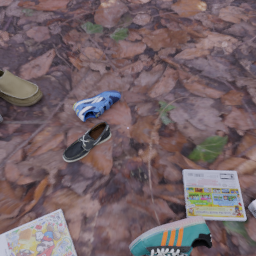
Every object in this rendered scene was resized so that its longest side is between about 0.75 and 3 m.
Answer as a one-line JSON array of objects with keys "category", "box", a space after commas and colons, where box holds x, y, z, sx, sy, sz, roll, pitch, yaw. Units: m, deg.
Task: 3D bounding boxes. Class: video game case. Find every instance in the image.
[{"category": "video game case", "box": [2.556, 1.998, 8.455, 1.690, 0.193, 1.538, 2, 55, 0]}, {"category": "video game case", "box": [-2.425, 3.321, 7.511, 1.865, 0.213, 1.697, -21, 58, -14]}]

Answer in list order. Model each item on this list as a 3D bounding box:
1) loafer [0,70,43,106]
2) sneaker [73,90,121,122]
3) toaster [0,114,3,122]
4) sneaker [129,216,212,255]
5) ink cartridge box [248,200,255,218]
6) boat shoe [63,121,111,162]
[{"category": "loafer", "box": [-4.478, -1.583, 10.519, 2.630, 0.887, 1.000, 16, 57, 11]}, {"category": "sneaker", "box": [-1.031, -0.776, 10.137, 1.797, 0.665, 0.739, -23, 61, -8]}, {"category": "toaster", "box": [-5.358, -0.810, 9.475, 1.189, 2.004, 1.812, -36, 55, -25]}, {"category": "sneaker", "box": [1.170, 3.045, 7.347, 2.228, 0.795, 0.890, -14, 52, -11]}, {"category": "ink cartridge box", "box": [4.755, 2.461, 7.965, 2.016, 0.575, 1.639, -24, 58, -11]}, {"category": "boat shoe", "box": [-1.388, 0.421, 9.300, 1.855, 0.627, 0.666, -35, 64, -20]}]
